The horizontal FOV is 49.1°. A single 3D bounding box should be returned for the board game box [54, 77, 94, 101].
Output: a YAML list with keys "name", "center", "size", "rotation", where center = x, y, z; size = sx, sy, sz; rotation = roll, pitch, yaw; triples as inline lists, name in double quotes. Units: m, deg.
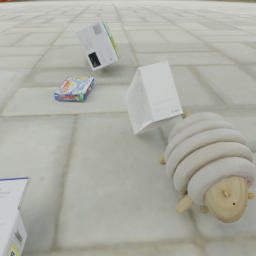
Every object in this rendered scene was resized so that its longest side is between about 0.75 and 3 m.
- name: "board game box"
  center: [-1.886, -1.426, 10.078]
  size: [1.045, 0.266, 1.544]
  rotation: [2, 33, 7]

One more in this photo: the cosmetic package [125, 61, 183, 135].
- name: "cosmetic package"
  center: [0.471, -0.541, 6.378]
  size: [0.657, 1.071, 2.596]
  rotation: [-17, -4, -8]

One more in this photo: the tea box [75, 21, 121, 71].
- name: "tea box"
  center: [-1.186, -3.467, 11.766]
  size: [1.132, 1.695, 1.667]
  rotation: [-21, 18, 10]

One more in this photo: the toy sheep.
- name: "toy sheep"
  center: [1.360, 0.542, 5.008]
  size: [1.635, 1.635, 2.372]
  rotation: [-8, 49, -14]

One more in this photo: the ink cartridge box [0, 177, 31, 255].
- name: "ink cartridge box"
  center: [-2.772, 1.870, 3.649]
  size: [2.580, 0.613, 2.610]
  rotation: [-5, 35, 6]
